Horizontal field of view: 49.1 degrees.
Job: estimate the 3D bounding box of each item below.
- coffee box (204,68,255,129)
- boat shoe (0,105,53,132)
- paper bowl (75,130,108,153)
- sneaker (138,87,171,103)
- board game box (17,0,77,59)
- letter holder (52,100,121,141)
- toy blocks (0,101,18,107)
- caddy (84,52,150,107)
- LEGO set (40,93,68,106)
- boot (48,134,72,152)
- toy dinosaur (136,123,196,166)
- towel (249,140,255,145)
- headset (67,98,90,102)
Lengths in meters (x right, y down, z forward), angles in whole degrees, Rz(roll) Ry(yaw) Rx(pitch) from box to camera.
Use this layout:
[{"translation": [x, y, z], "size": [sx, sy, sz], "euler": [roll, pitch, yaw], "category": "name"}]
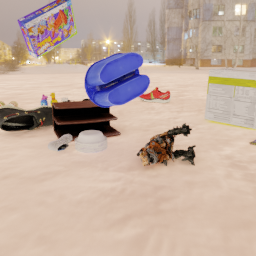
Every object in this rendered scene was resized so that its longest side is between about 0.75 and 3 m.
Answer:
[{"translation": [5.030, -1.405, 12.289], "size": [2.321, 2.295, 2.317], "euler": [15, 20, 43], "category": "coffee box"}, {"translation": [-3.758, -0.315, 11.105], "size": [2.762, 1.010, 0.865], "euler": [-1, 43, -39], "category": "boat shoe"}, {"translation": [-1.167, 0.393, 8.882], "size": [1.030, 0.536, 1.030], "euler": [-1, 13, 0], "category": "paper bowl"}, {"translation": [1.705, -2.164, 18.027], "size": [2.243, 0.952, 0.864], "euler": [6, 16, 23], "category": "sneaker"}, {"translation": [-2.231, -2.879, 8.018], "size": [0.362, 1.086, 1.616], "euler": [31, 58, 25], "category": "board game box"}, {"translation": [-1.538, -0.316, 10.444], "size": [2.296, 1.155, 1.632], "euler": [-6, 17, -21], "category": "letter holder"}, {"translation": [-6.443, -1.058, 14.598], "size": [1.175, 0.512, 1.410], "euler": [-2, 15, -11], "category": "toy blocks"}, {"translation": [-0.317, -1.394, 8.108], "size": [1.935, 1.368, 1.016], "euler": [-30, 22, -27], "category": "caddy"}, {"translation": [-4.523, -1.744, 16.705], "size": [1.945, 0.798, 0.742], "euler": [4, 16, 16], "category": "LEGO set"}, {"translation": [-2.031, 0.508, 8.927], "size": [0.474, 0.365, 0.992], "euler": [17, 29, 31], "category": "boot"}, {"translation": [1.056, 0.440, 7.905], "size": [1.497, 1.127, 2.206], "euler": [-11, 31, 24], "category": "toy dinosaur"}, {"translation": [4.547, 0.481, 9.399], "size": [0.879, 0.100, 0.632], "euler": [-13, 18, -40], "category": "towel"}, {"translation": [-2.319, -1.022, 14.583], "size": [1.933, 0.908, 1.193], "euler": [19, 21, 13], "category": "headset"}]
